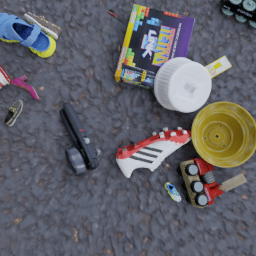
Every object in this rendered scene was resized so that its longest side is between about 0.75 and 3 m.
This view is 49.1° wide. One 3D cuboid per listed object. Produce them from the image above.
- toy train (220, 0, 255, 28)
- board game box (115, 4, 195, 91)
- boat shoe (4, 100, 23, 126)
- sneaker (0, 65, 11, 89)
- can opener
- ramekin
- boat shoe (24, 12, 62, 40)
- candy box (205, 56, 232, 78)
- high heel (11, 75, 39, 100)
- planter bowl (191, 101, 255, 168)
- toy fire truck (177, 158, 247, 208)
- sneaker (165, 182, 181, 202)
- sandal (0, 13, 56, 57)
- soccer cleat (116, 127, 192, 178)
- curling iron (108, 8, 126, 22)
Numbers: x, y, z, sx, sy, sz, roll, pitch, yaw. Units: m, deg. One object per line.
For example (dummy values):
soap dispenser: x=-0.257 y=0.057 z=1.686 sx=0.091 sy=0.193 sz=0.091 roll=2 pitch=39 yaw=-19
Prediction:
toy train: x=4.417 y=-4.536 z=10.264 sx=2.056 sy=0.876 sz=1.172 roll=27 pitch=71 yaw=5
board game box: x=0.951 y=-2.766 z=10.024 sx=2.278 sy=0.782 sz=2.756 roll=13 pitch=83 yaw=3
boat shoe: x=-4.085 y=-0.551 z=9.957 sx=0.359 sy=0.303 sz=1.008 roll=22 pitch=84 yaw=12
sneaker: x=-5.508 y=-2.253 z=9.860 sx=1.503 sy=1.020 sz=2.602 roll=-38 pitch=83 yaw=-6
can opener: x=-1.695 y=0.279 z=9.468 sx=0.834 sy=1.034 sz=2.631 roll=-36 pitch=67 yaw=37
ramekin: x=1.879 y=-1.401 z=9.384 sx=1.833 sy=0.894 sz=1.833 roll=-7 pitch=109 yaw=-20
boat shoe: x=-3.111 y=-3.835 z=10.306 sx=1.444 sy=0.519 sz=0.430 roll=33 pitch=79 yaw=0
candy box: x=3.272 y=-2.219 z=10.282 sx=0.949 sy=0.125 sz=0.485 roll=-30 pitch=86 yaw=-3
high heel: x=-3.672 y=-1.353 z=10.033 sx=0.566 sy=0.397 sz=1.178 roll=-33 pitch=69 yaw=-14
planter bowl: x=3.161 y=0.255 z=9.577 sx=2.180 sy=0.908 sz=2.180 roll=0 pitch=82 yaw=0
toy fire truck: x=2.807 y=1.689 z=9.404 sx=1.776 sy=1.143 sz=1.563 roll=-15 pitch=85 yaw=-17
sneaker: x=1.552 y=2.208 z=9.578 sx=0.293 sy=0.406 sz=0.773 roll=-41 pitch=84 yaw=-9
sandal: x=-3.883 y=-3.488 z=9.947 sx=2.633 sy=1.146 sz=1.047 roll=21 pitch=85 yaw=4
soccer cleat: x=0.969 y=0.810 z=9.556 sx=2.796 sy=0.960 sz=1.191 roll=-18 pitch=106 yaw=-10
curling iron: x=-0.406 y=-4.233 z=10.548 sx=0.806 sy=0.103 sz=0.200 roll=40 pitch=84 yaw=5
